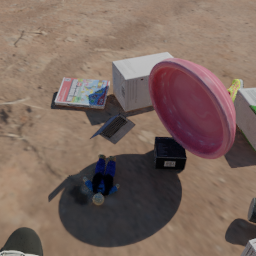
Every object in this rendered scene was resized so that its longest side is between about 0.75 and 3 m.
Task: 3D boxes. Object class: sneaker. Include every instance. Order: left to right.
[{"bbox_3d":[-2.346,2.986,5.370,0.999,1.194,2.697,-2,39,0],"label":"sneaker"},{"bbox_3d":[4.064,-1.405,10.902,0.752,0.651,1.666,8,41,13],"label":"sneaker"}]

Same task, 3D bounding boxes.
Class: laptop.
[{"bbox_3d":[-0.400,0.100,7.566,0.964,0.902,0.558,35,26,-27],"label":"laptop"}]

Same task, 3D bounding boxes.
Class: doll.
[{"bbox_3d":[-0.735,1.443,7.770,1.032,0.366,1.512,9,47,-2],"label":"doll"}]

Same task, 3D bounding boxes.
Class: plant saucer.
[{"bbox_3d":[1.676,-0.551,7.276,0.725,2.859,2.859,-33,50,-20],"label":"plant saucer"}]

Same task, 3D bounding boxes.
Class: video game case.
[{"bbox_3d":[-1.748,-1.382,10.890,1.898,0.166,1.357,5,54,5],"label":"video game case"}]

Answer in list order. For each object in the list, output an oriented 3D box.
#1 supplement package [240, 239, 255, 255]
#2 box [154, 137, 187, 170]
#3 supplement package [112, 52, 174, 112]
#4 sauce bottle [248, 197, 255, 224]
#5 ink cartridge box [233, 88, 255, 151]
[{"bbox_3d":[3.094,2.709,5.849,1.202,0.936,0.666,-11,42,-13],"label":"supplement package"},{"bbox_3d":[1.251,0.748,8.434,0.898,0.557,0.883,2,42,2],"label":"box"},{"bbox_3d":[0.742,-1.814,10.751,2.382,1.444,1.427,-15,43,-17],"label":"supplement package"},{"bbox_3d":[4.293,2.304,6.328,2.912,0.942,0.942,17,43,18],"label":"sauce bottle"},{"bbox_3d":[5.230,-0.411,9.317,2.796,1.161,2.050,-5,41,-6],"label":"ink cartridge box"}]
